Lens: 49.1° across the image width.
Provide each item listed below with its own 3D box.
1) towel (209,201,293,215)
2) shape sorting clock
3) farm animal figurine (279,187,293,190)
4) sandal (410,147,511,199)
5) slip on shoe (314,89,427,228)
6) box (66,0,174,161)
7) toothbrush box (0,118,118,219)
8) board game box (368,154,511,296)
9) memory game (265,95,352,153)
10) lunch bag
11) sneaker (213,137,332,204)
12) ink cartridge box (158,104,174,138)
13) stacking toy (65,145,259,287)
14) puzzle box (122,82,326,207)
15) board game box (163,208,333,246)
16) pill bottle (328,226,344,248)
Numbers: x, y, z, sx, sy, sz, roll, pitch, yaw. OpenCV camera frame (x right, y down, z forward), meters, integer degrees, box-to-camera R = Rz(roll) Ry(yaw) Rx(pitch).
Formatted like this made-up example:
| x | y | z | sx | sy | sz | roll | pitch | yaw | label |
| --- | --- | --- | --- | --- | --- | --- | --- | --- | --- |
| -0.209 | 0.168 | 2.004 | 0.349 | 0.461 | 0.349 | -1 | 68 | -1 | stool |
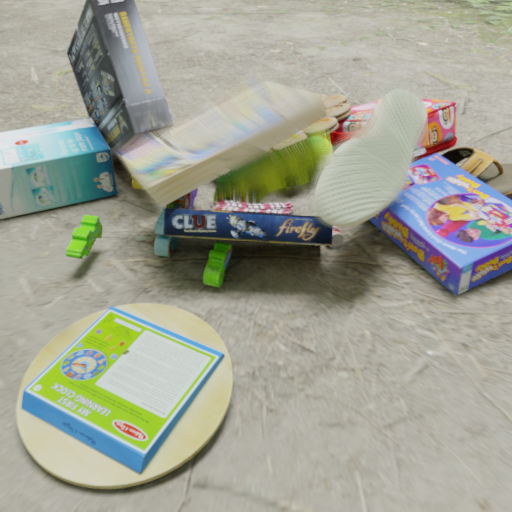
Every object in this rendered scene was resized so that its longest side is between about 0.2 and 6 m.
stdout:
| x | y | z | sx | sy | sz | roll | pitch | yaw | label |
| --- | --- | --- | --- | --- | --- | --- | --- | --- | --- |
| -0.057 | -0.835 | 9.769 | 1.410 | 0.211 | 1.032 | 4 | 1 | 3 | towel |
| -1.726 | 1.738 | 7.517 | 2.834 | 0.556 | 2.834 | 0 | 39 | 0 | shape sorting clock |
| 0.621 | -1.872 | 12.723 | 1.176 | 0.620 | 1.189 | 4 | 41 | 27 | farm animal figurine |
| 4.420 | -1.931 | 12.424 | 3.523 | 0.951 | 1.415 | 4 | 35 | 6 | sandal |
| 1.930 | -1.575 | 9.516 | 1.231 | 1.017 | 3.324 | 35 | 55 | 0 | slip on shoe |
| -3.049 | -3.712 | 12.151 | 0.851 | 2.788 | 3.520 | -21 | 8 | -23 | box |
| -4.688 | -1.961 | 12.281 | 2.763 | 1.178 | 2.023 | -16 | 38 | -19 | toothbrush box |
| 3.582 | -0.742 | 10.617 | 2.018 | 0.672 | 3.002 | -21 | 43 | -16 | board game box |
| 0.410 | -3.040 | 13.424 | 3.906 | 0.249 | 3.906 | -18 | 27 | 9 | memory game |
| 2.887 | -2.906 | 13.039 | 2.614 | 1.216 | 2.967 | -24 | 26 | -38 | lunch bag |
| 0.222 | -1.695 | 10.534 | 2.452 | 0.908 | 1.025 | -23 | 53 | 16 | sneaker |
| -1.929 | -2.799 | 12.173 | 0.264 | 1.115 | 0.892 | -5 | 50 | -29 | ink cartridge box |
| -1.568 | -0.826 | 10.985 | 2.800 | 0.872 | 3.713 | 10 | 41 | 8 | stacking toy |
| -0.648 | -2.118 | 9.969 | 3.268 | 0.415 | 2.174 | -31 | 31 | -12 | puzzle box |
| -0.115 | -0.491 | 9.889 | 2.727 | 0.472 | 1.847 | 3 | 1 | 1 | board game box |
| 1.441 | -0.448 | 10.848 | 0.338 | 0.338 | 0.592 | -9 | 36 | -12 | pill bottle |
